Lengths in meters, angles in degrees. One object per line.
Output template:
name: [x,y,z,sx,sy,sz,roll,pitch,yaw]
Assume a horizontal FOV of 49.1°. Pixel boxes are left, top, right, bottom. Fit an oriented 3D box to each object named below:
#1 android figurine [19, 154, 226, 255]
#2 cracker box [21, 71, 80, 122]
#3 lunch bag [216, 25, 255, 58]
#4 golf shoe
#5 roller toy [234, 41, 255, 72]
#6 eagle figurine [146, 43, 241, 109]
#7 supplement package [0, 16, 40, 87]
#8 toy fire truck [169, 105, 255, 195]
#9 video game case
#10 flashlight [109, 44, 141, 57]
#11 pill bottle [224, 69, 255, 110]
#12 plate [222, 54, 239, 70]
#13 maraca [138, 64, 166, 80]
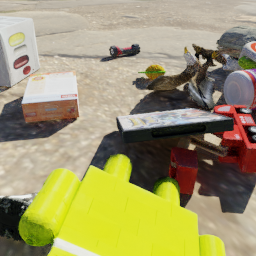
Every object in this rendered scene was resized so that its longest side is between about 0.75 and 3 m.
android figurine: [0.015,1.522,3.489,2.703,0.610,2.969,27,31,-3]
cracker box: [-2.200,-0.982,8.195,1.434,0.618,2.141,-5,31,-9]
lunch bag: [4.411,-3.214,10.702,1.373,1.140,1.636,-23,38,-36]
golf shoe: [-1.382,1.319,4.550,1.843,0.716,0.871,5,16,2]
roller toy: [4.462,-1.984,9.244,1.770,1.237,1.615,16,41,10]
eagle figurine: [1.951,-1.613,8.697,2.510,1.894,1.904,-56,12,-20]
supplement package: [-4.317,-2.719,9.785,1.461,1.900,1.987,8,32,12]
toy fire truck: [1.871,0.299,6.080,1.907,0.659,2.705,3,32,6]
video game case: [0.813,-0.113,6.097,2.048,0.289,2.267,-6,9,-4]
flashlight: [-0.136,-3.503,12.444,1.395,0.472,0.474,-19,42,-25]
pill bottle: [3.856,-1.136,7.952,2.015,1.133,1.133,-9,33,-14]
plate: [4.934,-2.787,11.409,2.112,0.341,2.108,7,32,11]
maraca: [0.854,-1.983,9.945,0.988,0.528,0.677,3,10,22]
